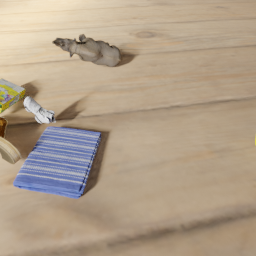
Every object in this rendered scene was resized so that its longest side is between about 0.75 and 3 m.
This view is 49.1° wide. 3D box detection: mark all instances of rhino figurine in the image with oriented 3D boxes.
[{"bbox_3d":[-1.442,-2.857,10.190,2.995,0.895,1.309,-2,33,-48],"label":"rhino figurine"}]

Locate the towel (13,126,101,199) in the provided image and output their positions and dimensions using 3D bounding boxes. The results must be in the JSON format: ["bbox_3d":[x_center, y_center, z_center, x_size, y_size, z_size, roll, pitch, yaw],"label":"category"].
[{"bbox_3d":[-1.559,0.717,6.648,1.535,0.253,2.121,8,37,4],"label":"towel"}]

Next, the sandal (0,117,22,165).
[{"bbox_3d":[-3.252,0.096,6.977,2.318,0.850,0.762,25,51,28],"label":"sandal"}]

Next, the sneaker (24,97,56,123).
[{"bbox_3d":[-2.301,-0.458,7.435,0.559,0.972,0.365,8,56,25],"label":"sneaker"}]

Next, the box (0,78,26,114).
[{"bbox_3d":[-3.886,-0.961,8.471,0.884,0.364,1.506,25,29,0],"label":"box"}]
